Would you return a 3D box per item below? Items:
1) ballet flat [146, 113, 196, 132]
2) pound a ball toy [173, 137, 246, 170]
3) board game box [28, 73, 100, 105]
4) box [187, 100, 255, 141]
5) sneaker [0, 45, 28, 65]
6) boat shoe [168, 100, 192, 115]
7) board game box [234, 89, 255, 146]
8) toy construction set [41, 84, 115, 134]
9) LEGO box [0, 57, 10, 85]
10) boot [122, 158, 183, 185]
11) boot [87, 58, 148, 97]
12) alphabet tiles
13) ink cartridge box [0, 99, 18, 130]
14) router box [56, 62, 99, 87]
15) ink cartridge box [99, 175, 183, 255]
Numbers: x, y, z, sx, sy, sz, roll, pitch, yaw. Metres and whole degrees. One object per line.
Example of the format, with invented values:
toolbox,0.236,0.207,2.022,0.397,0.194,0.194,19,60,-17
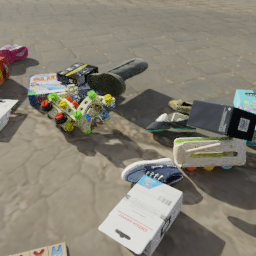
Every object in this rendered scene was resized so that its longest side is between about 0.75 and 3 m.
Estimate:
ballet flat,1.503,-0.199,9.748,1.825,0.667,0.667,-2,35,-3
pound a ball toy,2.231,0.807,7.953,2.188,0.930,1.427,-2,5,-5
board game box,-2.832,-1.846,12.345,2.911,0.502,1.970,-9,36,-12
box,2.829,-0.238,8.428,1.435,0.884,1.423,10,5,-39
sneaker,-6.565,-4.013,15.267,0.948,0.875,2.150,19,31,27
boat shoe,2.284,-0.858,10.945,1.528,0.481,0.557,29,44,35
board game box,5.160,-0.387,10.089,2.154,0.670,2.853,6,35,8
toy construction set,-1.924,-0.827,10.137,1.928,1.355,2.940,-44,41,-15
LEGO box,-7.206,-2.422,12.685,2.745,1.059,2.044,3,35,5
boot,0.690,1.291,7.730,1.630,0.593,0.736,-12,31,-19
boot,-0.099,-2.180,11.594,2.592,0.941,2.357,-21,33,-36
alphabet tiles,-2.240,3.283,5.318,2.285,0.086,1.910,-9,36,-13
ink cartridge box,-5.164,-0.510,10.546,1.465,0.456,1.820,4,31,6
router box,-2.201,-2.375,12.301,1.185,0.394,1.507,19,39,25
ink cartridge box,0.337,2.098,6.517,1.137,0.655,1.963,21,40,28
